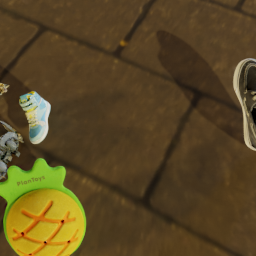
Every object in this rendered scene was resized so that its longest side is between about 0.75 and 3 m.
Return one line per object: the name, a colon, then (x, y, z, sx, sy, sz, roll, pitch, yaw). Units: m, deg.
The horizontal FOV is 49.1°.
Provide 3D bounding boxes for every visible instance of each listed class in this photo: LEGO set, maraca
LEGO set: (-3.017, 0.275, 6.530, 0.756, 2.669, 1.733, 11, 34, 18)
maraca: (-1.799, 1.817, 5.909, 1.663, 1.298, 2.426, -16, 108, -13)

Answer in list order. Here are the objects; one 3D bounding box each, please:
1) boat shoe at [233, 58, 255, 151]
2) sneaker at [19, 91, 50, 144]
boat shoe: (3.322, -0.633, 7.153, 0.882, 0.833, 2.459, -3, 86, 0)
sneaker: (-2.510, -0.339, 7.270, 0.558, 0.916, 1.404, -17, 52, 14)
